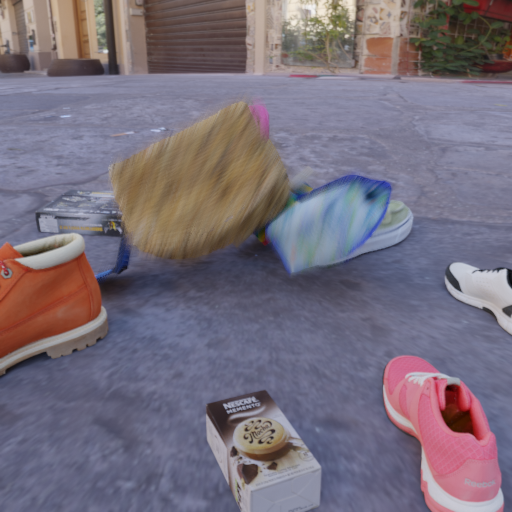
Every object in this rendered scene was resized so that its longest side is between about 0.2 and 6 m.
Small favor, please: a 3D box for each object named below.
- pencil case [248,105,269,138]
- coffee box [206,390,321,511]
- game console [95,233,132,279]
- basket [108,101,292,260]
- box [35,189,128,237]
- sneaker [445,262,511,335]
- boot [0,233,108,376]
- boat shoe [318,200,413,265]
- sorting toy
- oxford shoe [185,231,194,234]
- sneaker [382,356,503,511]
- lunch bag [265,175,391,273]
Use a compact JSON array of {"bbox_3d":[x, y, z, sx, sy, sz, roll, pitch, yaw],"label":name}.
[{"bbox_3d":[-0.138,-2.241,11.193,0.780,1.665,0.755,12,58,6],"label":"pencil case"},{"bbox_3d":[0.028,2.017,5.745,0.742,0.524,1.313,-10,25,-21],"label":"coffee box"},{"bbox_3d":[-2.563,0.035,9.625,0.671,0.968,1.134,11,1,-8],"label":"game console"},{"bbox_3d":[-0.773,-1.008,9.777,2.733,1.950,2.036,-25,-14,8],"label":"basket"},{"bbox_3d":[-3.642,-1.008,12.837,2.141,0.517,1.695,3,23,8],"label":"box"},{"bbox_3d":[3.874,0.481,8.937,0.811,0.880,2.200,-10,24,-19],"label":"sneaker"},{"bbox_3d":[-3.582,0.712,7.360,3.199,1.715,1.200,-22,33,-38],"label":"boot"},{"bbox_3d":[2.166,-0.717,11.453,1.200,1.034,3.334,19,29,41],"label":"boat shoe"},{"bbox_3d":[0.487,-0.865,11.377,0.570,1.638,1.628,45,36,0],"label":"sorting toy"},{"bbox_3d":[-1.643,-0.556,11.839,0.684,0.669,1.877,-21,19,-2],"label":"oxford shoe"},{"bbox_3d":[2.025,1.614,6.020,0.893,1.051,2.423,-1,22,-4],"label":"sneaker"},{"bbox_3d":[1.270,-0.640,9.314,1.739,1.108,1.479,-34,10,-39],"label":"lunch bag"}]
